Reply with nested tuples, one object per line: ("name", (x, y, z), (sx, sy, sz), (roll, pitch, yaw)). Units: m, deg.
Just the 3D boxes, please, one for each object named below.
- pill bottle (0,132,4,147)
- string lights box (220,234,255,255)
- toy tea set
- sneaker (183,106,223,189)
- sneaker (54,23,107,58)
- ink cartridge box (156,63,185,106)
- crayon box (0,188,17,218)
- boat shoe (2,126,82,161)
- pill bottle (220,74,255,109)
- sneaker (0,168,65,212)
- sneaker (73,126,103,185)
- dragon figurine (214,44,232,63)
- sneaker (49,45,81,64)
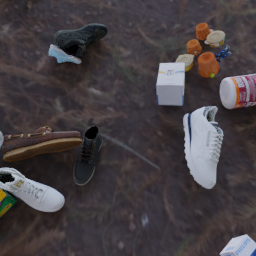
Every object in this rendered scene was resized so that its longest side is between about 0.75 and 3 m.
("pill bottle", (-5.210, -0.094, 9.192), (2.312, 1.320, 1.320), (36, 69, 26))
("string lights box", (3.673, 3.995, 7.423), (0.674, 1.175, 2.288), (-40, 70, -18))
("toy tea set", (3.059, -3.017, 11.196), (1.588, 0.988, 2.670), (13, 63, 34))
("sneaker", (2.501, 0.548, 8.952), (1.093, 1.038, 2.716), (-22, 59, 34))
("sneaker", (-1.661, -3.420, 11.117), (2.228, 0.852, 1.276), (-21, 61, -27))
("ink cartridge box", (1.521, -1.558, 9.859), (0.908, 0.925, 1.256), (2, 49, 12))
("crayon box", (-5.185, 1.917, 8.610), (2.998, 0.873, 1.780), (36, 69, 16))
("boat shoe", (-2.882, 0.379, 9.343), (2.648, 0.932, 0.931), (-10, 67, -5))
("pill bottle", (4.502, -1.373, 10.096), (2.066, 1.132, 1.132), (-8, 64, -3))
("sneaker", (-3.032, 1.874, 8.415), (2.156, 1.246, 0.794), (19, 69, 9))
("sneaker", (-1.370, 0.853, 9.077), (0.700, 0.994, 1.872), (13, 64, 6))
("dragon figurine", (3.526, -2.749, 10.622), (0.668, 1.343, 0.395), (-32, 90, 12))
("sneaker", (-2.549, -2.821, 11.272), (1.359, 0.502, 0.557), (27, 109, 1))
